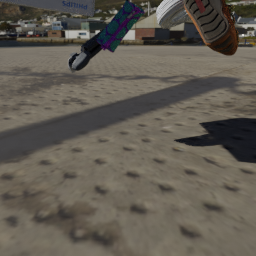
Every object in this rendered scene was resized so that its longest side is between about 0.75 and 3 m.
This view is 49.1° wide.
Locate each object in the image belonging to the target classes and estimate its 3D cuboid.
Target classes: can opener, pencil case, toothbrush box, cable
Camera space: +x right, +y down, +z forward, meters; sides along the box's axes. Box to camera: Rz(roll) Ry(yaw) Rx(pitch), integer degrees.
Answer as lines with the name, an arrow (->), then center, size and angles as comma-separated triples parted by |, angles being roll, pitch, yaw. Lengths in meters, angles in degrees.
can opener -> -0.837, -1.805, 6.637 | 0.503, 0.401, 1.505 | 24, 57, 28
pencil case -> -0.179, -2.236, 6.171 | 0.493, 1.160, 0.536 | 35, 23, -19
toothbrush box -> -1.814, -3.373, 6.589 | 1.913, 1.115, 2.613 | 4, 24, -14
cable -> 1.816, -4.033, 9.346 | 1.870, 0.648, 1.870 | -22, 0, 22

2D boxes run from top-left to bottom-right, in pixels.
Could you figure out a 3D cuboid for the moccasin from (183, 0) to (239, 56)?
moccasin -> 2.284, -3.115, 7.543 | 1.102, 1.044, 2.855 | 26, 39, -44
